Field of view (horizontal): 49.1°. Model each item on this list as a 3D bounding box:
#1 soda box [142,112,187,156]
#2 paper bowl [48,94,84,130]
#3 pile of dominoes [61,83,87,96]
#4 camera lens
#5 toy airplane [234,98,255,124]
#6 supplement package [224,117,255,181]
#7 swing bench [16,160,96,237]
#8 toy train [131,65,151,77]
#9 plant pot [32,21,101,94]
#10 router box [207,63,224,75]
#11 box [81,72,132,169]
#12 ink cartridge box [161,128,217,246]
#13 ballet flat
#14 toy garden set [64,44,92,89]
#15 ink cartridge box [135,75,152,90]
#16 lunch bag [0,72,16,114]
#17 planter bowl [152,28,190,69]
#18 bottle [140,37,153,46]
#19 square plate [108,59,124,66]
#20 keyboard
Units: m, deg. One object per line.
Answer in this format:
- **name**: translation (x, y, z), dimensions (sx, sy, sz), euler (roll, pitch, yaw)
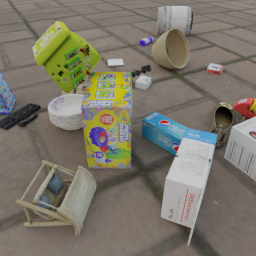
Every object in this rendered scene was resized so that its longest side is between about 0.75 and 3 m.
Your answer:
- **soda box**: translation (1.582, 0.316, 9.887), dimensions (0.751, 0.794, 2.342), euler (-30, 46, -34)
- **paper bowl**: translation (-2.219, -0.573, 11.021), dimensions (1.715, 0.892, 1.715), euler (0, 36, 0)
- **pile of dominoes**: translation (-2.183, -1.513, 12.976), dimensions (1.760, 0.359, 2.257), euler (-5, 28, -6)
- **camera lens**: translation (3.277, -7.534, 19.671), dimensions (2.380, 1.904, 1.904), euler (3, 36, 3)
- **toy airplane**: translation (5.477, -0.604, 10.483), dimensions (2.247, 1.593, 2.257), euler (-10, 37, -15)
- **supplement package**: translation (4.459, 0.881, 8.640), dimensions (1.398, 1.346, 2.457), euler (-20, 40, -25)
- **swing bench**: translation (-1.828, 1.846, 7.607), dimensions (1.603, 1.040, 1.595), euler (6, 36, 8)
- **toy train**: translation (0.250, -2.076, 10.496), dimensions (1.331, 0.227, 0.305), euler (-16, 54, 23)
- **plant pot**: translation (-2.156, -2.466, 9.341), dimensions (1.700, 1.543, 1.692), euler (-44, 37, 8)
- **router box**: translation (4.737, -3.209, 15.216), dimensions (0.752, 0.205, 0.838), euler (15, 39, 19)
- **box**: translation (-0.587, -0.294, 9.352), dimensions (1.465, 2.401, 2.312), euler (0, 36, 0)
- **ink cartridge box**: translation (1.623, 1.471, 7.616), dimensions (0.947, 1.620, 2.793), euler (14, 38, 18)
- **ballet flat**: translation (3.613, -0.280, 10.750), dimensions (0.959, 0.660, 2.846), euler (22, 41, 16)
- **toy garden set**: translation (-1.357, -1.845, 8.254), dimensions (0.221, 1.109, 0.925), euler (19, 47, 28)
- **ink cartridge box**: translation (0.771, -2.241, 13.771), dimensions (0.583, 0.351, 0.803), euler (16, 41, 20)
- **lunch bag**: translation (-5.350, -1.539, 11.732), dimensions (0.759, 1.613, 1.215), euler (-4, 36, -6)
- **planter bowl**: translation (2.194, -4.196, 15.321), dimensions (2.072, 2.072, 1.395), euler (-33, 20, -37)
- **bottle**: translation (1.252, -5.782, 18.614), dimensions (0.448, 0.350, 1.074), euler (29, 45, 33)
- **square plate**: translation (-0.717, -3.727, 15.997), dimensions (0.871, 0.124, 0.863), euler (-4, 36, -6)
- **keyboard**: translation (-4.343, -0.481, 11.510), dimensions (1.199, 0.194, 1.887), euler (18, 41, 23)
